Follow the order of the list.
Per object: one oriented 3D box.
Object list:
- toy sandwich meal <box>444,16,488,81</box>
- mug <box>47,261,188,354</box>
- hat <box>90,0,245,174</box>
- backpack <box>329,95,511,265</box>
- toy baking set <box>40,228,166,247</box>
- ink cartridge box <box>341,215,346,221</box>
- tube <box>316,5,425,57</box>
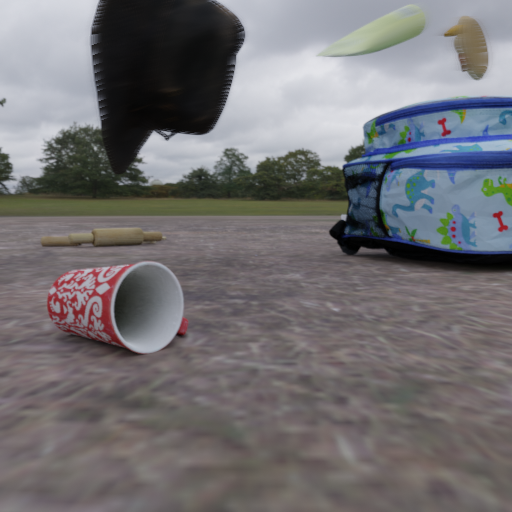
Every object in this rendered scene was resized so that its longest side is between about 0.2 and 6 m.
[{"bbox_3d":[3.790,-3.717,10.114,0.437,1.276,1.276,-8,-2,44],"label":"toy sandwich meal"},{"bbox_3d":[-0.959,0.405,3.866,0.868,0.771,0.579,-1,39,40],"label":"mug"},{"bbox_3d":[-1.051,-2.888,8.352,1.601,3.968,3.968,17,5,0],"label":"hat"},{"bbox_3d":[3.475,-1.239,9.273,3.380,2.714,3.693,-6,11,-19],"label":"backpack"},{"bbox_3d":[-3.628,-0.528,14.010,3.537,0.412,2.715,-3,6,-31],"label":"toy baking set"},{"bbox_3d":[2.565,-0.610,13.118,0.435,0.744,1.283,-3,6,-33],"label":"ink cartridge box"},{"bbox_3d":[2.110,-3.860,9.896,2.315,0.601,0.672,-34,-9,-33],"label":"tube"}]
